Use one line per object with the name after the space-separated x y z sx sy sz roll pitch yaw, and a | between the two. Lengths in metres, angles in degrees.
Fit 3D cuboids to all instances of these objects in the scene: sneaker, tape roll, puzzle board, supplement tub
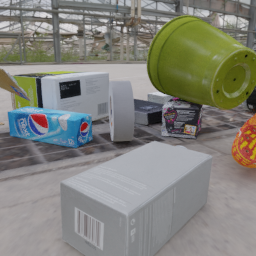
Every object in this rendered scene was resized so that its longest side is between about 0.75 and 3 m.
2.997 0.373 6.615 1.006 1.064 2.757 46 36 15 | sneaker
-0.223 -0.495 8.200 0.582 1.762 1.762 -2 16 -7 | tape roll
-3.364 -1.330 7.486 1.176 0.136 1.560 23 -18 17 | puzzle board
5.963 -1.240 11.563 1.355 1.355 2.211 -12 21 -37 | supplement tub

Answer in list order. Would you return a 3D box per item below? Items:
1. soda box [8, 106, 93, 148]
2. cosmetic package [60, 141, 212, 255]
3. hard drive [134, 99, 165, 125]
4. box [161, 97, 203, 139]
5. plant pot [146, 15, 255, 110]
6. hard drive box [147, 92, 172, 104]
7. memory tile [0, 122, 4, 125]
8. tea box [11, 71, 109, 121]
-2.373 -0.077 8.477 2.567 0.824 0.871 7 17 26 | soda box
0.251 1.023 4.361 1.255 1.059 2.349 14 18 39 | cosmetic package
0.405 -0.703 11.118 1.789 0.561 2.652 -13 21 -38 | hard drive
1.814 -0.396 9.243 1.150 0.998 1.740 6 17 18 | box
2.260 -1.751 8.134 2.592 2.592 2.496 -8 29 -25 | plant pot
1.683 -1.526 14.214 0.886 0.436 1.137 -13 21 -38 | hard drive box
-4.899 -0.159 10.140 0.754 0.063 0.578 13 21 37 | memory tile
-2.515 -1.193 10.582 2.627 1.784 2.671 12 20 36 | tea box
